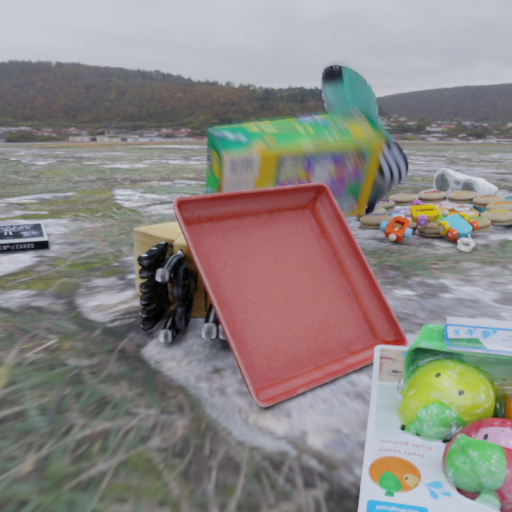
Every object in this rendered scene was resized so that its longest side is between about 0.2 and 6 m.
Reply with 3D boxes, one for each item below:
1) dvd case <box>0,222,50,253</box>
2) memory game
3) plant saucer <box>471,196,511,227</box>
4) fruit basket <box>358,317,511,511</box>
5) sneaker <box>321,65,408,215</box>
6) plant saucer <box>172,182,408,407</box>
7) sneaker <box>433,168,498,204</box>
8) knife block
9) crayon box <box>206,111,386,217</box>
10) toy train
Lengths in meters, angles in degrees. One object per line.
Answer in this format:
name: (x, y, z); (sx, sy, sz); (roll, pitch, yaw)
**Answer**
dvd case: (-4.451, -0.329, 10.082); (1.298, 0.214, 1.727); (-6, 16, -22)
memory game: (3.768, -0.960, 11.803); (3.334, 0.212, 3.334); (-6, 17, 2)
plant saucer: (5.494, -0.930, 11.898); (1.722, 0.310, 1.722); (-8, 18, 2)
fruit basket: (1.521, 1.059, 3.424); (1.677, 0.849, 1.811); (4, 18, 15)
sneaker: (1.829, -2.351, 11.098); (1.148, 1.351, 3.086); (-4, 59, -22)
plant saucer: (0.308, 0.267, 5.319); (1.951, 1.955, 0.359); (-11, -20, -38)
sneaker: (5.657, -1.842, 15.187); (1.020, 0.800, 2.053); (1, 22, -22)
knife block: (-0.252, 0.184, 6.693); (2.825, 0.904, 2.480); (-12, 20, -42)
crayon box: (0.597, -1.347, 9.206); (2.761, 1.640, 0.804); (-10, 48, -17)
toy train: (3.110, -0.424, 10.092); (1.625, 0.452, 1.220); (16, 48, 21)
